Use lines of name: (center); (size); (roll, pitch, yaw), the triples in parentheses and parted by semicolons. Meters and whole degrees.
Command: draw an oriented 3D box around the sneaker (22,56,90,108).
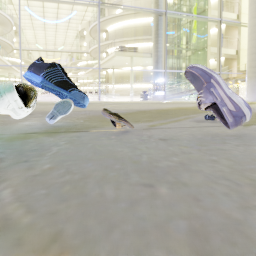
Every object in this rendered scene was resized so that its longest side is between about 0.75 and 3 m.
sneaker: (-2.120, -1.487, 8.749); (2.421, 0.943, 0.849); (27, -16, 13)

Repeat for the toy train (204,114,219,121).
toy train: (3.177, -0.339, 9.269); (1.277, 0.218, 0.292); (2, 10, 20)

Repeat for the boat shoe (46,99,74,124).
boat shoe: (-1.926, -0.547, 8.029); (1.200, 0.441, 0.401); (-27, 18, 35)

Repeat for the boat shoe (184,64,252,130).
boat shoe: (1.814, -0.688, 6.055); (0.655, 1.788, 0.666); (-39, -23, -10)

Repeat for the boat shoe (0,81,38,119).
boat shoe: (-2.968, -0.817, 7.866); (0.948, 0.968, 2.735); (-16, 4, 0)

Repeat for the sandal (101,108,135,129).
sandal: (-0.258, -0.145, 6.334); (0.431, 0.288, 1.055); (40, 11, 34)
